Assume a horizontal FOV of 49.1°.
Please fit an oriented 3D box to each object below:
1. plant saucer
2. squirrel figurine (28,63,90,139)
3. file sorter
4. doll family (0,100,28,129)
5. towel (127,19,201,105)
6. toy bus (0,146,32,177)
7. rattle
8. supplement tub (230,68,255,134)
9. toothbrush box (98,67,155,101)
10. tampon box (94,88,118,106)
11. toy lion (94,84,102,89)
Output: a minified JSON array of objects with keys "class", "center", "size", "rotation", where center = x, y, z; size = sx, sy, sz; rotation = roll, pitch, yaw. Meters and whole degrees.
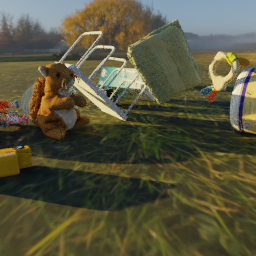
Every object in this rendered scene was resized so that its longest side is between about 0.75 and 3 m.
[{"class":"plant saucer","center":[-2.885,-0.894,10.515],"size":[2.084,2.084,0.401],"rotation":[3,-28,-5]},{"class":"squirrel figurine","center":[-2.497,-1.052,9.198],"size":[2.310,2.156,1.635],"rotation":[12,26,34]},{"class":"file sorter","center":[-0.956,-1.978,10.676],"size":[1.782,2.862,1.986],"rotation":[-52,34,-8]},{"class":"doll family","center":[-4.324,-0.338,9.885],"size":[1.097,0.796,1.767],"rotation":[-5,34,-38]},{"class":"towel","center":[1.393,-2.241,10.182],"size":[2.110,2.844,0.519],"rotation":[-29,38,9]},{"class":"toy bus","center":[-2.930,0.796,6.215],"size":[1.529,0.498,0.599],"rotation":[-8,19,-24]},{"class":"rattle","center":[3.073,-1.549,8.910],"size":[1.031,1.584,1.131],"rotation":[20,13,32]},{"class":"supplement tub","center":[4.798,-0.701,8.443],"size":[2.854,2.075,2.075],"rotation":[12,21,34]},{"class":"toothbrush box","center":[0.030,-2.197,14.023],"size":[2.441,1.041,1.787],"rotation":[8,-10,27]},{"class":"tampon box","center":[-1.040,-1.454,13.170],"size":[0.640,0.760,1.014],"rotation":[10,19,38]},{"class":"toy lion","center":[-1.368,-2.112,16.005],"size":[1.525,0.523,1.461],"rotation":[-7,25,-23]}]
